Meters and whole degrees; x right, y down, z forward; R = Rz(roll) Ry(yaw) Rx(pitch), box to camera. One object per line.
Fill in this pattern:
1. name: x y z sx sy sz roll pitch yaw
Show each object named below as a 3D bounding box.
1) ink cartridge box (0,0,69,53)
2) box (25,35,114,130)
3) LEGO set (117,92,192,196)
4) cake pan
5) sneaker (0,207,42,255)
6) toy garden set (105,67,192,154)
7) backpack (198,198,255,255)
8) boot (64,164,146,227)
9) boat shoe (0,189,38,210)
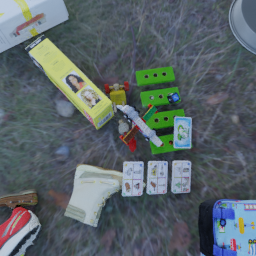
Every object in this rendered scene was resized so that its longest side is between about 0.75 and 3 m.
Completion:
1. ink cartridge box: -3.579 -3.800 8.529 2.814 1.174 2.043 -31 75 -9
2. box: -1.586 -1.264 7.819 0.708 1.063 2.824 -43 78 -11
3. LEGO set: 0.698 0.356 7.191 1.945 0.639 2.604 2 89 -22
4. cake pan: 4.693 -3.508 8.787 2.884 0.529 2.884 0 72 0
5. sneaker: -3.238 2.982 6.671 1.079 0.978 2.541 38 71 27
6. toy garden set: 0.493 -0.415 7.863 2.024 0.485 2.428 -9 73 -5
7. backpack: 2.813 3.002 6.053 2.517 1.855 2.757 5 74 1
8. boot: -0.574 1.765 7.049 1.857 0.669 1.436 11 72 9
9. boat shoe: -2.912 1.891 7.131 1.193 0.429 0.406 -14 72 -4
